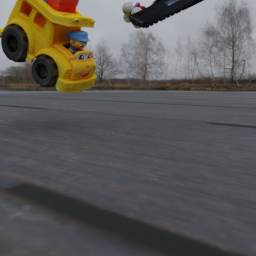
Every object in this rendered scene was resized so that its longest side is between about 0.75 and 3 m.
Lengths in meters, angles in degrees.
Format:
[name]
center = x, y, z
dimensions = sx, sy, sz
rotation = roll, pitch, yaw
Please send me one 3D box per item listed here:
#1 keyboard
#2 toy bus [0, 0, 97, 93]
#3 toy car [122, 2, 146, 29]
[keyboard]
center = 1.248, -3.332, 7.496
dimensions = 2.456, 0.315, 1.475
rotation = -27, 37, -5
[toy bus]
center = -1.944, -2.857, 8.133
dimensions = 2.930, 2.813, 1.989
rotation = 42, 29, 12
[toy car]
center = 0.243, -3.710, 8.970
dimensions = 0.871, 0.653, 0.762
rotation = 36, -10, 13
